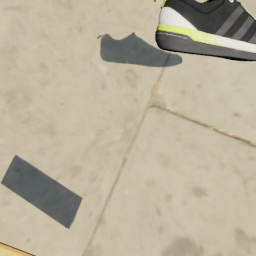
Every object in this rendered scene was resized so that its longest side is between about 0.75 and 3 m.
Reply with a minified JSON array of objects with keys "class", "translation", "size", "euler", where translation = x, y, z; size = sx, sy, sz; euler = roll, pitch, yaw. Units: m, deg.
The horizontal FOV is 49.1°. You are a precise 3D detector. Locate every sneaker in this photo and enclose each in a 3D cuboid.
[{"class":"sneaker","translation":[1.471,-1.444,3.861],"size":[2.298,0.824,0.952],"euler":[3,104,-15]}]

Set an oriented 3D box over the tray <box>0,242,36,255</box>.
[{"class":"tray","translation":[-1.326,2.085,4.092],"size":[1.844,0.910,0.341],"euler":[29,57,-17]}]
